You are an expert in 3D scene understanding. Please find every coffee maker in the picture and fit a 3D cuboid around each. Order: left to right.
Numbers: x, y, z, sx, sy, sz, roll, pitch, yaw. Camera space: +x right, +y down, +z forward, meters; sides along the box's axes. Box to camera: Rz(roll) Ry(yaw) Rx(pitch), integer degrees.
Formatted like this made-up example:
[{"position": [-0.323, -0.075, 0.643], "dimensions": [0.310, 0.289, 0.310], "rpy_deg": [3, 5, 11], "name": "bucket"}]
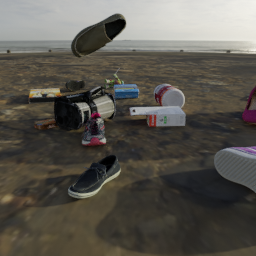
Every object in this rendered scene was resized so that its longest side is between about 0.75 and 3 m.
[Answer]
[{"position": [-1.517, -0.581, 9.114], "dimensions": [1.674, 1.174, 1.743], "rpy_deg": [-10, 7, 41], "name": "coffee maker"}]

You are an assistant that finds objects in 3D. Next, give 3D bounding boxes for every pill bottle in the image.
[{"position": [1.557, -1.242, 11.085], "dimensions": [0.897, 0.897, 1.589], "rpy_deg": [-3, 19, -9], "name": "pill bottle"}]

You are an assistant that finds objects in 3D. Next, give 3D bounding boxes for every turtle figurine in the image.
[{"position": [-0.827, -2.571, 15.293], "dimensions": [1.025, 1.057, 0.761], "rpy_deg": [-14, -11, -26], "name": "turtle figurine"}]

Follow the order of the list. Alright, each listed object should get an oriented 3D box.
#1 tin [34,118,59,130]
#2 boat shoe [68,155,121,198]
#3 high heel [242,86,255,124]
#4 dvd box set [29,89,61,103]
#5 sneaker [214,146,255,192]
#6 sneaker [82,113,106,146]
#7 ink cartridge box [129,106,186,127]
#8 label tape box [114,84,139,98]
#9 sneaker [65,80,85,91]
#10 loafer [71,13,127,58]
[{"position": [-2.534, -0.139, 8.972], "dimensions": [0.911, 0.191, 0.510], "rpy_deg": [-13, 27, -33], "name": "tin"}, {"position": [-0.632, 0.912, 5.461], "dimensions": [0.525, 0.438, 1.408], "rpy_deg": [14, 25, 31], "name": "boat shoe"}, {"position": [4.437, -0.907, 9.639], "dimensions": [0.832, 1.186, 2.467], "rpy_deg": [7, 20, 20], "name": "high heel"}, {"position": [-3.766, -1.487, 12.772], "dimensions": [1.367, 0.275, 1.869], "rpy_deg": [-4, 19, -15], "name": "dvd box set"}, {"position": [2.866, 0.813, 5.204], "dimensions": [1.302, 0.827, 2.283], "rpy_deg": [-5, 19, -23], "name": "sneaker"}, {"position": [-0.957, 0.051, 7.748], "dimensions": [0.642, 0.594, 1.592], "rpy_deg": [-2, 19, -7], "name": "sneaker"}, {"position": [0.940, -0.384, 9.292], "dimensions": [1.750, 0.441, 0.954], "rpy_deg": [-2, 19, -2], "name": "ink cartridge box"}, {"position": [-0.088, -1.650, 12.951], "dimensions": [1.079, 0.498, 1.507], "rpy_deg": [-2, 21, -4], "name": "label tape box"}, {"position": [-2.904, -2.189, 14.635], "dimensions": [0.648, 0.560, 1.480], "rpy_deg": [-1, 9, 25], "name": "sneaker"}, {"position": [-0.819, -2.724, 8.129], "dimensions": [1.909, 0.718, 0.665], "rpy_deg": [-38, 26, -5], "name": "loafer"}]
